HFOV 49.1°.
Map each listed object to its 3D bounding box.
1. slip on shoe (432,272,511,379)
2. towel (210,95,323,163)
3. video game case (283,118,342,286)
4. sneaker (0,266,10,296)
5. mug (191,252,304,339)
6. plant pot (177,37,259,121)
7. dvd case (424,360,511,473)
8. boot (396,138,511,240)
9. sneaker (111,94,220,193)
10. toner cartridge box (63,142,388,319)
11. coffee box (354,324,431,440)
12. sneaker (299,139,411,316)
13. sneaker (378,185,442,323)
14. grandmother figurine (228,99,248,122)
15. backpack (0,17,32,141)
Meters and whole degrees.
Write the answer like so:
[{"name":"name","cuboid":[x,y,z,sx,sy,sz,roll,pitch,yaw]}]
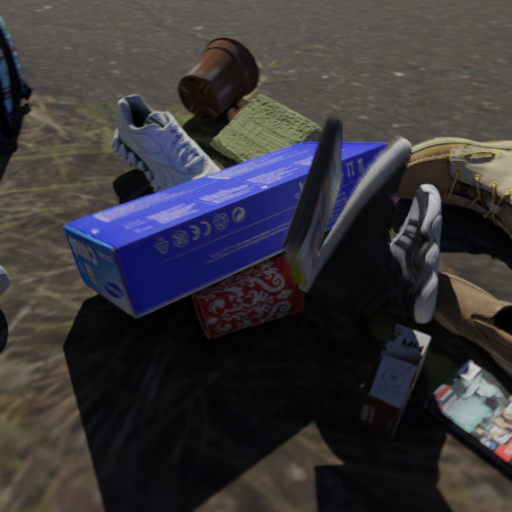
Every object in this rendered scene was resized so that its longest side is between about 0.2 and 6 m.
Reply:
[{"name":"slip on shoe","cuboid":[3.021,0.822,7.084,0.865,0.689,2.275,-18,44,-20]},{"name":"towel","cuboid":[0.191,-2.211,10.487,1.466,0.361,1.977,-48,53,-8]},{"name":"video game case","cuboid":[0.651,-0.521,6.037,0.184,1.305,1.444,16,75,14]},{"name":"sneaker","cuboid":[-4.372,0.591,7.329,2.080,0.782,1.195,0,41,8]},{"name":"mug","cuboid":[-0.156,0.584,7.460,1.291,1.146,0.861,-19,82,-15]},{"name":"plant pot","cuboid":[-0.857,-3.677,11.906,1.398,1.398,1.384,19,52,21]},{"name":"dvd case","cuboid":[2.711,1.820,6.365,0.933,0.141,1.279,-32,51,-31]},{"name":"boot","cuboid":[3.644,-0.896,8.868,2.850,1.038,2.215,-3,41,-9]},{"name":"sneaker","cuboid":[-1.464,-1.734,9.579,2.828,1.146,1.063,37,51,21]},{"name":"toner cartridge box","cuboid":[-0.279,-0.619,7.953,4.302,0.929,2.044,-24,21,-27]},{"name":"coffee box","cuboid":[1.570,1.427,6.432,0.452,0.640,1.132,21,44,22]},{"name":"sneaker","cuboid":[1.476,-0.238,6.596,1.070,2.157,0.763,31,20,5]},{"name":"sneaker","cuboid":[1.885,-0.111,7.598,1.157,0.767,2.033,4,63,17]},{"name":"grandmother figurine","cuboid":[0.062,-2.630,11.288,0.922,0.460,1.520,-46,53,7]},{"name":"backpack","cuboid":[-5.651,-3.744,10.985,1.681,2.499,2.281,-5,42,-6]}]
